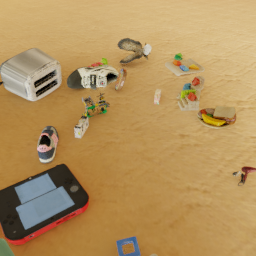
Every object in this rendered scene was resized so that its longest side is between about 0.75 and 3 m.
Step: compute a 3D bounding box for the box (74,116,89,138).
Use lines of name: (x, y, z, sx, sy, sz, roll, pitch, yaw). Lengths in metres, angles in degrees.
box: (-1.861, -0.047, 11.242, 0.261, 0.507, 0.870, 11, 37, 10)

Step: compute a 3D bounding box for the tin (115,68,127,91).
tin: (-0.348, -2.347, 13.682, 0.244, 1.167, 0.653, 12, 37, -18)

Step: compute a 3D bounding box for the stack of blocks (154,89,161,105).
stack of blocks: (1.404, -1.522, 13.173, 0.241, 0.473, 0.821, 7, 38, 9)

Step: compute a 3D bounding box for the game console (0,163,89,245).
game console: (-2.637, 2.153, 8.484, 2.485, 0.386, 2.198, -22, 43, -26)

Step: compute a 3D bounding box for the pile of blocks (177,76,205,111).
pile of blocks: (2.976, -1.864, 13.302, 1.132, 0.857, 2.758, 11, 39, 14)

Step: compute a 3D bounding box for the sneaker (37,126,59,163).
sneaker: (-2.981, 0.374, 10.438, 0.685, 0.800, 1.951, -7, 38, -9)

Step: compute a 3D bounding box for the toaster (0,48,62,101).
toaster: (-4.595, -2.515, 13.398, 1.928, 1.696, 2.984, 27, 47, 21)

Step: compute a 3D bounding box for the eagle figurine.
eagle figurine: (0.382, -4.400, 16.300, 1.801, 1.359, 1.367, 0, 36, -24)

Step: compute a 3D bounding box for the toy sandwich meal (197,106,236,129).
toy sandwich meal: (3.750, -0.554, 11.843, 1.623, 0.556, 1.623, 0, 38, 0)

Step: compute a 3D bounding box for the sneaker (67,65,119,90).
sneaker: (-1.652, -2.482, 13.968, 2.746, 1.018, 1.215, -21, 40, -24)

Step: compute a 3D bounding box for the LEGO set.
LEGO set: (-1.494, -1.017, 12.138, 1.243, 0.956, 0.720, -22, 59, -15)

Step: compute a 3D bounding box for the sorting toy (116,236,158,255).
sorting toy: (0.294, 3.887, 6.241, 1.669, 0.404, 2.965, -21, 42, -18)

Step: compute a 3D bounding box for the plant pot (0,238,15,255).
plant pot: (-2.948, 3.439, 5.941, 1.290, 1.607, 1.607, 40, 51, 19)

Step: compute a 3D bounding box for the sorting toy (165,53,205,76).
sorting toy: (3.079, -3.752, 16.168, 1.742, 0.347, 2.357, -15, 40, -18)

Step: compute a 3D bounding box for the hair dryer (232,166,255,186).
hair dryer: (3.883, 1.531, 9.175, 0.220, 0.810, 0.617, 36, 25, -30)

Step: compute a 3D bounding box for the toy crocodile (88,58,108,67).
toy crocodile: (-1.837, -3.227, 15.255, 0.693, 0.633, 2.052, 27, 46, 31)
